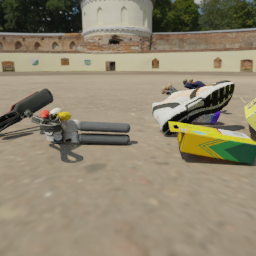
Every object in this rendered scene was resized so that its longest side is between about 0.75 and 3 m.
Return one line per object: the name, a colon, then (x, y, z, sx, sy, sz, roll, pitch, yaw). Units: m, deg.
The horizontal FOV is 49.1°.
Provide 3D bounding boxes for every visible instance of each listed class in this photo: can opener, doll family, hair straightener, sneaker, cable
can opener: (-1.025, 0.071, 7.065, 2.195, 0.578, 0.730, 2, 9, 7)
doll family: (2.708, -1.251, 10.830, 2.810, 1.103, 1.624, -24, 34, -28)
hair straightener: (-3.163, -0.428, 7.774, 1.086, 0.577, 2.822, -9, 19, 41)
sneaker: (1.866, -0.818, 8.046, 2.631, 0.970, 1.052, -24, 46, -13)
cable: (-1.753, -0.220, 6.099, 0.888, 0.460, 1.828, 6, 3, -7)

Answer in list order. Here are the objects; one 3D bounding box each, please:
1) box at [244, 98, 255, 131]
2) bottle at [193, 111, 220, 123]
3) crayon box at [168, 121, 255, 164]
box: (3.752, -0.288, 7.773, 0.881, 0.586, 2.340, 49, 24, 6)
bottle: (2.060, -0.533, 9.196, 1.779, 0.581, 0.743, 4, -25, 3)
crayon box: (1.695, 0.271, 5.968, 1.722, 0.437, 1.093, 10, 12, 4)
